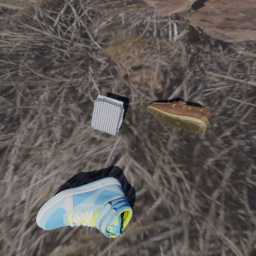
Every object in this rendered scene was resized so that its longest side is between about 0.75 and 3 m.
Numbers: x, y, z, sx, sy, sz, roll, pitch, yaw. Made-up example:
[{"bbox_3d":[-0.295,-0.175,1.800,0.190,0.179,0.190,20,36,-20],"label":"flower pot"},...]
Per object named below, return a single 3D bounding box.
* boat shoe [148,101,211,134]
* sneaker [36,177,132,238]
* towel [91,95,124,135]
[{"bbox_3d":[1.503,-0.432,8.324,2.034,0.732,0.687,20,69,40],"label":"boat shoe"},{"bbox_3d":[-0.911,2.054,6.473,2.196,0.874,1.434,-21,40,-19],"label":"sneaker"},{"bbox_3d":[-0.618,-0.369,8.382,0.881,1.064,0.455,19,32,11],"label":"towel"}]
